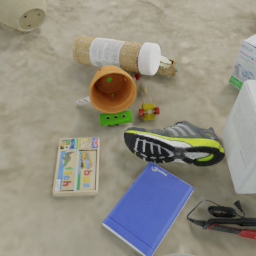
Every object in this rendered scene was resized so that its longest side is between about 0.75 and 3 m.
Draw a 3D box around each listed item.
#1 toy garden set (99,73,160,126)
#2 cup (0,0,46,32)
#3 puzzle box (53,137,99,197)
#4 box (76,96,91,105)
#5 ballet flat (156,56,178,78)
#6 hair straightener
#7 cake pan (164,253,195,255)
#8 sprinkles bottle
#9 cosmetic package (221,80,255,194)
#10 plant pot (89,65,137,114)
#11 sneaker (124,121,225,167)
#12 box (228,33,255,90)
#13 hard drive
[{"bbox_3d":[-0.058,-0.957,9.034,1.827,0.437,2.191,-7,52,-3],"label":"toy garden set"},{"bbox_3d":[-4.277,-4.912,11.052,2.515,2.515,1.799,-32,82,-22],"label":"cup"},{"bbox_3d":[-1.362,1.015,7.617,1.147,0.219,1.724,-2,52,-2],"label":"puzzle box"},{"bbox_3d":[-1.235,-0.907,8.894,0.863,0.179,0.167,-15,89,19],"label":"box"},{"bbox_3d":[0.770,-2.372,9.932,2.093,0.683,0.738,15,54,11],"label":"ballet flat"},{"bbox_3d":[2.496,2.150,6.696,2.136,0.437,0.822,4,52,9],"label":"hair straightener"},{"bbox_3d":[1.081,3.834,5.273,2.671,0.490,2.671,0,52,0],"label":"cake pan"},{"bbox_3d":[-0.428,-2.500,9.521,2.968,1.013,1.013,14,53,22],"label":"sprinkles bottle"},{"bbox_3d":[3.664,0.269,6.867,1.923,2.299,1.912,-1,52,-1],"label":"cosmetic package"},{"bbox_3d":[-0.502,-1.230,8.260,1.353,1.353,0.947,-9,37,-7],"label":"plant pot"},{"bbox_3d":[1.234,0.338,7.800,2.719,1.004,1.100,9,43,0],"label":"sneaker"},{"bbox_3d":[4.501,-2.317,9.223,1.966,1.735,0.951,-29,58,-21],"label":"box"},{"bbox_3d":[0.536,1.917,6.894,1.347,0.259,2.042,30,58,21],"label":"hard drive"}]
